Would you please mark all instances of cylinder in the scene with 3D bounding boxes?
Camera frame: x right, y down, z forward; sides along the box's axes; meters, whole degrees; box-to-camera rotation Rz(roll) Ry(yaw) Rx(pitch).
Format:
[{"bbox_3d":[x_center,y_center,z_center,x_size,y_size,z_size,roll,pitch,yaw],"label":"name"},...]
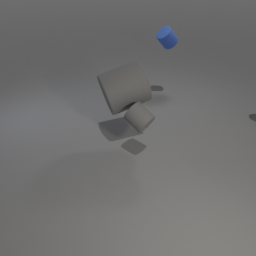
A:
[{"bbox_3d":[-0.116,-1.313,9.197,1.400,1.400,1.400,-23,34,-5],"label":"cylinder"},{"bbox_3d":[0.351,-0.327,8.567,0.700,0.700,0.700,45,45,11],"label":"cylinder"},{"bbox_3d":[1.677,-3.861,11.996,0.700,0.700,0.700,-23,49,29],"label":"cylinder"}]
